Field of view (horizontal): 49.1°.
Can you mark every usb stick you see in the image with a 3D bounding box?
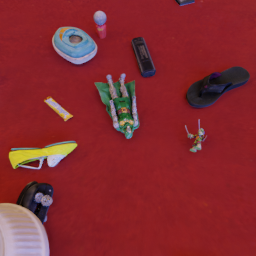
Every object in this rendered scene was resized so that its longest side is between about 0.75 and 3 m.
[{"bbox_3d":[0.568,-2.735,10.669,0.571,0.336,2.060,-13,56,-1],"label":"usb stick"}]

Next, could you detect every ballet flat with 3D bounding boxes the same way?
[{"bbox_3d":[-2.412,0.822,8.049,1.955,0.653,0.655,-7,76,-2],"label":"ballet flat"}]

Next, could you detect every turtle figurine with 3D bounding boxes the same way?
[{"bbox_3d":[1.936,0.262,8.180,0.555,0.771,0.747,-6,56,37],"label":"turtle figurine"}]

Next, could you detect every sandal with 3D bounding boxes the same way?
[{"bbox_3d":[3.094,-1.594,9.658,2.700,0.646,1.015,-29,60,-19],"label":"sandal"}]

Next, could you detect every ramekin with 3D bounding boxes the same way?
[{"bbox_3d":[-3.040,2.751,5.813,2.462,1.292,2.462,-4,66,10],"label":"ramekin"}]

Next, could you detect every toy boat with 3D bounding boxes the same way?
[{"bbox_3d":[-1.756,-3.580,10.791,1.987,1.098,2.363,38,63,24],"label":"toy boat"}]

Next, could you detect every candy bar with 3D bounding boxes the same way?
[{"bbox_3d":[-2.332,-0.648,9.307,1.255,0.139,0.313,39,63,23],"label":"candy bar"}]

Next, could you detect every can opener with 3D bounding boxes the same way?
[{"bbox_3d":[-2.447,2.457,6.863,0.770,0.955,2.430,28,53,-29],"label":"can opener"}]

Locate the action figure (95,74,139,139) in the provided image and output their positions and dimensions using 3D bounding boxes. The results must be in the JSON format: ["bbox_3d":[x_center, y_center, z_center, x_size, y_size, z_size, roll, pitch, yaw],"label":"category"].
[{"bbox_3d":[-0.187,-0.709,9.080,1.434,0.664,2.428,-9,59,-10],"label":"action figure"}]

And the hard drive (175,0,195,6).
[{"bbox_3d":[2.655,-5.974,13.084,0.769,0.126,0.537,-18,57,-13],"label":"hard drive"}]
